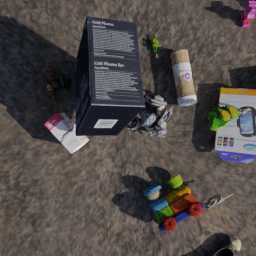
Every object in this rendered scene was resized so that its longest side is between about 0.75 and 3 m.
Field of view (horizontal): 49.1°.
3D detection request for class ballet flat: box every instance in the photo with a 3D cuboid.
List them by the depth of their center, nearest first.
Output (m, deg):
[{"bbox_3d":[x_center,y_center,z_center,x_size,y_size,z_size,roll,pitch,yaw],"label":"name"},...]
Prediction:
[{"bbox_3d":[2.856,4.159,8.766,1.803,0.512,0.599,-40,87,-2],"label":"ballet flat"}]

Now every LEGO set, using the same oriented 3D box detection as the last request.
[{"bbox_3d":[4.308,-4.737,9.034,0.986,1.061,2.586,-1,87,-1],"label":"LEGO set"}]

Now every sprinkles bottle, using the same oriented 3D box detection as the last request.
[{"bbox_3d":[1.786,-1.616,9.079,0.598,0.598,1.754,-9,86,-1],"label":"sprinkles bottle"}]

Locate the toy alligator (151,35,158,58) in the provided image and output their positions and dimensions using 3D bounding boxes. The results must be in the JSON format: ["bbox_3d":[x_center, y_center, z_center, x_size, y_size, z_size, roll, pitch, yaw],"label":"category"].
[{"bbox_3d":[0.868,-2.700,9.350,0.213,0.233,0.785,-7,87,41],"label":"toy alligator"}]

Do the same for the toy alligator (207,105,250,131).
[{"bbox_3d":[2.816,-0.429,8.073,1.974,0.585,0.536,-22,66,-37],"label":"toy alligator"}]

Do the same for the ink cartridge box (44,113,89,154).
[{"bbox_3d":[-1.868,0.143,8.659,0.510,0.876,1.210,-42,90,7],"label":"ink cartridge box"}]

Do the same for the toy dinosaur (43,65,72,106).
[{"bbox_3d":[-2.341,-1.401,9.166,0.870,0.655,1.282,-8,108,13],"label":"toy dinosaur"}]

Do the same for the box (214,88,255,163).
[{"bbox_3d":[3.525,-0.081,8.894,1.370,0.477,2.302,6,88,16],"label":"box"}]

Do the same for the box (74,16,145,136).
[{"bbox_3d":[-0.625,-1.161,7.311,1.268,2.436,2.218,0,73,-18],"label":"box"}]

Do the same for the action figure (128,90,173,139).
[{"bbox_3d":[0.358,-0.739,8.698,2.639,0.915,1.717,54,131,14],"label":"action figure"}]

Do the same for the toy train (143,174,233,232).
[{"bbox_3d":[1.797,2.058,8.734,2.444,1.035,1.414,-29,74,-2],"label":"toy train"}]
